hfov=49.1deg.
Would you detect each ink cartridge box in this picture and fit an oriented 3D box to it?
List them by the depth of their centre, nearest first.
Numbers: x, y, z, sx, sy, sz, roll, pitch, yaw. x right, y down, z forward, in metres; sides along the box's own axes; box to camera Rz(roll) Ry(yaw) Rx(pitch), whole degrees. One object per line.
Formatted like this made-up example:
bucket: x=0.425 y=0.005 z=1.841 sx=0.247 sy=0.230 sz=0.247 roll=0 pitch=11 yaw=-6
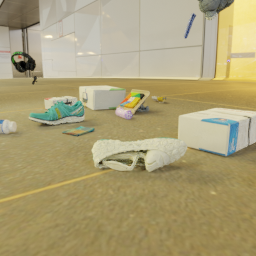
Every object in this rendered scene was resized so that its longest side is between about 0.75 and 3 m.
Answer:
ink cartridge box: x=3.031 y=0.019 z=9.124 sx=2.392 sy=1.007 sz=1.730 roll=-12 pitch=18 yaw=-42
ink cartridge box: x=-3.779 y=-1.394 z=15.896 sx=1.544 sy=0.647 sz=1.114 roll=-11 pitch=17 yaw=-38
ink cartridge box: x=-1.588 y=-1.875 z=16.761 sx=1.979 sy=1.191 sz=2.723 roll=-6 pitch=16 yaw=-26

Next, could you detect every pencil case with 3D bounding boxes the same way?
pencil case: x=-0.205 y=-0.712 z=13.430 sx=0.447 sy=0.456 sz=1.066 roll=5 pitch=8 yaw=-33

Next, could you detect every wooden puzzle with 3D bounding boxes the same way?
wooden puzzle: x=0.232 y=-1.438 z=14.815 sx=1.458 sy=0.294 sz=1.576 roll=15 pitch=61 yaw=47

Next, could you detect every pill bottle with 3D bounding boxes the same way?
pill bottle: x=-4.724 y=-0.054 z=10.524 sx=0.943 sy=0.529 sz=0.529 roll=1 pitch=13 yaw=2

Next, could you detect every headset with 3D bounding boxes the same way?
headset: x=-3.853 y=-2.271 z=10.573 sx=0.827 sy=0.629 sz=1.339 roll=-4 pitch=-33 yaw=18

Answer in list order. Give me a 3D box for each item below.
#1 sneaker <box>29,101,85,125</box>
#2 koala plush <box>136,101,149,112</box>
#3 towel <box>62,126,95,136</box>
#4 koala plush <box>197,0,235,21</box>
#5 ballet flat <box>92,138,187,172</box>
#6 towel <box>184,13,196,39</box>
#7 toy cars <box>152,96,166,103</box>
sneaker: x=-3.085 y=-0.699 z=12.232 sx=2.492 sy=0.992 sz=0.966 roll=-10 pitch=16 yaw=-33
koala plush: x=0.675 y=-1.349 z=15.218 sx=0.801 sy=0.872 sz=0.773 roll=-7 pitch=15 yaw=-27
towel: x=-1.880 y=0.108 z=10.725 sx=0.777 sy=0.115 sz=1.059 roll=7 pitch=15 yaw=32
koala plush: x=2.218 y=-3.348 z=7.320 sx=1.018 sy=0.902 sz=0.935 roll=-38 pitch=20 yaw=-27
ballet flat: x=0.265 y=0.752 z=7.028 sx=2.426 sy=0.871 sz=0.871 roll=-1 pitch=13 yaw=7
towel: x=2.487 y=-4.140 z=11.332 sx=0.161 sy=0.977 sz=1.349 roll=19 pitch=24 yaw=2
toy cars: x=2.052 y=-1.907 z=18.703 sx=0.811 sy=0.401 sz=1.810 roll=2 pitch=9 yaw=-16
